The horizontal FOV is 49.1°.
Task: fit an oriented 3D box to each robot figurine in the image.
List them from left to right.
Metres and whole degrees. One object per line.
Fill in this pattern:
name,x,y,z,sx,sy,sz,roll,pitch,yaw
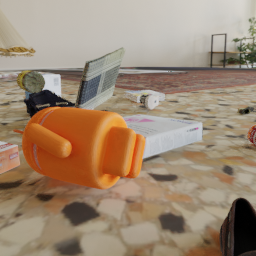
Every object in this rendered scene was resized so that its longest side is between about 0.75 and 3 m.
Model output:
robot figurine,-1.037,0.347,5.760,2.684,1.565,1.931,7,28,26

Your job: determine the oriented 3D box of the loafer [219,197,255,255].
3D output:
loafer,1.481,1.577,3.377,0.738,0.646,2.052,2,16,9

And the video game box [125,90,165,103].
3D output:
video game box,0.913,-1.839,16.029,1.701,0.437,1.867,-4,16,-22

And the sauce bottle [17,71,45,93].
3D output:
sauce bottle,-3.428,-1.612,9.644,0.721,0.721,2.227,-8,13,-28

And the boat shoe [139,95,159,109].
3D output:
boat shoe,0.849,-1.238,13.116,0.821,0.661,1.771,5,8,20

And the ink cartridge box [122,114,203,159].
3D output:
ink cartridge box,0.112,0.156,8.131,2.920,0.632,2.866,-11,14,-36

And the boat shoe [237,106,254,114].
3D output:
boat shoe,5.283,-0.757,12.416,0.938,0.335,0.308,-9,27,-25

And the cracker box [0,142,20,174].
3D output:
cracker box,-3.797,0.694,6.680,1.978,0.571,1.325,9,18,26

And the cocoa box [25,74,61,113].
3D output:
cocoa box,-3.765,-1.507,12.411,1.131,1.723,1.149,10,17,34

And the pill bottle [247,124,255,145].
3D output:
pill bottle,3.948,0.310,7.969,0.627,0.627,1.110,-2,16,-7

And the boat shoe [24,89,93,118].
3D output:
boat shoe,-2.513,-0.895,10.516,1.044,1.297,2.797,-29,-4,36

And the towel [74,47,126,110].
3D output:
towel,-1.038,-1.637,9.884,0.403,2.247,2.334,31,37,15
